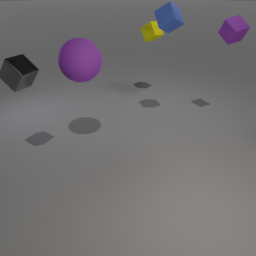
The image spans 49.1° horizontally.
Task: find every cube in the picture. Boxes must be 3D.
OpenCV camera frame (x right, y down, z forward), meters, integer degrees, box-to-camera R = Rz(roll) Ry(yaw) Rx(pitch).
[{"bbox_3d":[4.011,-3.722,10.627,0.700,0.700,0.700,-21,68,-18],"label":"cube"},{"bbox_3d":[1.490,-3.974,10.111,0.700,0.700,0.700,-20,-12,36],"label":"cube"},{"bbox_3d":[1.157,-4.628,13.431,0.700,0.700,0.700,-18,6,45],"label":"cube"},{"bbox_3d":[-3.162,-1.592,8.112,0.700,0.700,0.700,44,37,3],"label":"cube"}]

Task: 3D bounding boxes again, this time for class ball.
[{"bbox_3d":[-1.538,-2.173,9.011,1.400,1.400,1.400,0,28,0],"label":"ball"}]
